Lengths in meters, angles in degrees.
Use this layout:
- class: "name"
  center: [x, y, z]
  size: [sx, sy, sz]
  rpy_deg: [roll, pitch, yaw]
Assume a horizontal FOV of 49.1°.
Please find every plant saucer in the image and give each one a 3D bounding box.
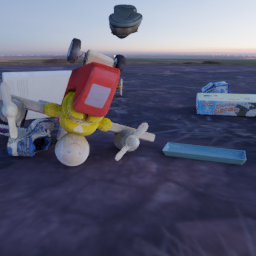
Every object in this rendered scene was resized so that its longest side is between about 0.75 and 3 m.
- class: "plant saucer"
  center: [1.572, 0.528, 5.850]
  size: [1.638, 0.155, 0.573]
  rpy_deg: [6, 16, 19]

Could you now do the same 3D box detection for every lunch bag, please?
- class: "lunch bag"
  center: [4.071, -1.782, 13.217]
  size: [1.214, 0.773, 1.032]
  rpy_deg: [-8, 14, 11]

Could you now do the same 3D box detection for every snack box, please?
- class: "snack box"
  center: [3.993, -0.853, 10.075]
  size: [2.968, 0.551, 1.724]
  rpy_deg: [3, 16, 12]

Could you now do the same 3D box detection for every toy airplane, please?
- class: "toy airplane"
  center: [-1.112, -0.172, 5.728]
  size: [2.851, 2.012, 2.839]
  rpy_deg: [-4, -25, 19]

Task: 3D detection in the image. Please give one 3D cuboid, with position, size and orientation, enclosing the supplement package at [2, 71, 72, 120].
- class: "supplement package"
  center: [-2.904, -1.169, 9.554]
  size: [2.414, 1.416, 1.411]
  rpy_deg: [-7, 18, -23]

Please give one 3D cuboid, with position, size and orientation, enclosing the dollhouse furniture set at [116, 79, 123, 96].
- class: "dollhouse furniture set"
  center: [-1.365, -1.716, 12.918]
  size: [2.175, 1.120, 2.151]
  rpy_deg: [0, 4, 1]

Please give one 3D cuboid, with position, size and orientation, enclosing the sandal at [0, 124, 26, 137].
- class: "sandal"
  center: [-2.897, 0.108, 6.996]
  size: [1.300, 0.319, 0.529]
  rpy_deg: [11, -7, -5]

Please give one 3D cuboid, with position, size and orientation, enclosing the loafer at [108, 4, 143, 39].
- class: "loafer"
  center: [-0.045, -2.302, 6.300]
  size: [0.723, 0.633, 2.012]
  rpy_deg: [2, 33, 0]

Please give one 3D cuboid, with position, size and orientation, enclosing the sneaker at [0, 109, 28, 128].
- class: "sneaker"
  center: [-3.009, -0.353, 7.172]
  size: [0.753, 0.651, 1.720]
  rpy_deg: [16, -11, -18]

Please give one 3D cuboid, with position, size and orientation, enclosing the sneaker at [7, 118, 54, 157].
- class: "sneaker"
  center: [-1.980, 0.256, 6.273]
  size: [0.661, 0.598, 1.553]
  rpy_deg: [13, 25, 9]
